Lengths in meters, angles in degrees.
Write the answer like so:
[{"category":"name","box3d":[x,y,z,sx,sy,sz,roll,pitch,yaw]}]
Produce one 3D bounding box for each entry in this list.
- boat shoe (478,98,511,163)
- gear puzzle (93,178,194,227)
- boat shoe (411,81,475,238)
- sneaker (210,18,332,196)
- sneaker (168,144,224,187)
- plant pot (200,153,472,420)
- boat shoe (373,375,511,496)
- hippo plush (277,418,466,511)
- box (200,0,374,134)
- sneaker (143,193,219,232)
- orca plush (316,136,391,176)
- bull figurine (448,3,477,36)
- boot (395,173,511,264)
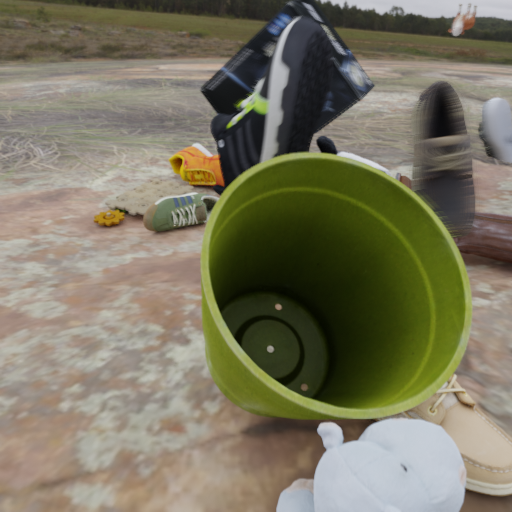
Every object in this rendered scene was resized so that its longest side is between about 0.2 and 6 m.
[{"category":"boat shoe","box3d":[4.674,-2.417,11.029,0.549,0.666,1.940,20,-10,38]},{"category":"gear puzzle","box3d":[-2.759,-1.207,13.553,1.433,0.362,2.766,16,32,26]},{"category":"boat shoe","box3d":[2.526,-1.360,7.699,0.839,2.252,0.826,-9,-18,11]},{"category":"sneaker","box3d":[-0.051,-1.705,7.931,1.502,3.628,1.301,29,54,12]},{"category":"sneaker","box3d":[-1.326,-2.217,15.161,1.179,1.116,3.057,-35,32,-22]},{"category":"plant pot","box3d":[0.494,0.693,6.248,2.656,2.557,2.656,7,62,-13]},{"category":"boat shoe","box3d":[1.936,1.688,6.534,0.950,0.892,2.578,-17,30,-33]},{"category":"hippo plush","box3d":[0.791,2.084,4.684,2.141,1.722,1.705,-13,28,-26]},{"category":"box","box3d":[0.517,-2.977,9.953,2.358,1.931,1.015,-31,11,36]},{"category":"sneaker","box3d":[-1.533,-1.011,12.605,0.912,0.681,2.031,10,23,31]},{"category":"orca plush","box3d":[1.371,-1.442,12.627,1.554,2.300,4.371,-41,35,-7]},{"category":"bull figurine","box3d":[4.329,-4.926,11.682,0.312,0.582,0.958,26,36,24]},{"category":"boot","box3d":[4.426,-0.748,11.492,3.205,1.029,2.987,3,37,6]}]
